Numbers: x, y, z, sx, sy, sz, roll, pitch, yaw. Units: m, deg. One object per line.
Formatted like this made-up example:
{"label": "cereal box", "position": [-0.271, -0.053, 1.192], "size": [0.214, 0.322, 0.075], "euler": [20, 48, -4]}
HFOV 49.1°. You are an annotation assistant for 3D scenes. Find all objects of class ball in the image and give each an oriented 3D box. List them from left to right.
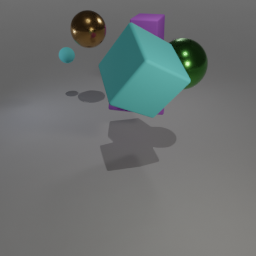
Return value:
{"label": "ball", "position": [-2.731, -3.248, 12.510], "size": [0.700, 0.700, 0.700], "euler": [0, 30, 0]}
{"label": "ball", "position": [-1.551, -3.862, 10.981], "size": [1.400, 1.400, 1.400], "euler": [0, 30, 0]}
{"label": "ball", "position": [1.502, -1.774, 7.815], "size": [1.400, 1.400, 1.400], "euler": [0, 30, 0]}

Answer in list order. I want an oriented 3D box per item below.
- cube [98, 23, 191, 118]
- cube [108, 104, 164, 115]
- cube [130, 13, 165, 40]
{"label": "cube", "position": [0.339, -1.316, 6.688], "size": [1.400, 1.400, 1.400], "euler": [14, 44, -37]}
{"label": "cube", "position": [0.303, -1.218, 9.235], "size": [1.400, 1.400, 1.400], "euler": [4, 4, -26]}
{"label": "cube", "position": [1.000, -4.912, 14.189], "size": [1.400, 1.400, 1.400], "euler": [10, 35, 18]}
